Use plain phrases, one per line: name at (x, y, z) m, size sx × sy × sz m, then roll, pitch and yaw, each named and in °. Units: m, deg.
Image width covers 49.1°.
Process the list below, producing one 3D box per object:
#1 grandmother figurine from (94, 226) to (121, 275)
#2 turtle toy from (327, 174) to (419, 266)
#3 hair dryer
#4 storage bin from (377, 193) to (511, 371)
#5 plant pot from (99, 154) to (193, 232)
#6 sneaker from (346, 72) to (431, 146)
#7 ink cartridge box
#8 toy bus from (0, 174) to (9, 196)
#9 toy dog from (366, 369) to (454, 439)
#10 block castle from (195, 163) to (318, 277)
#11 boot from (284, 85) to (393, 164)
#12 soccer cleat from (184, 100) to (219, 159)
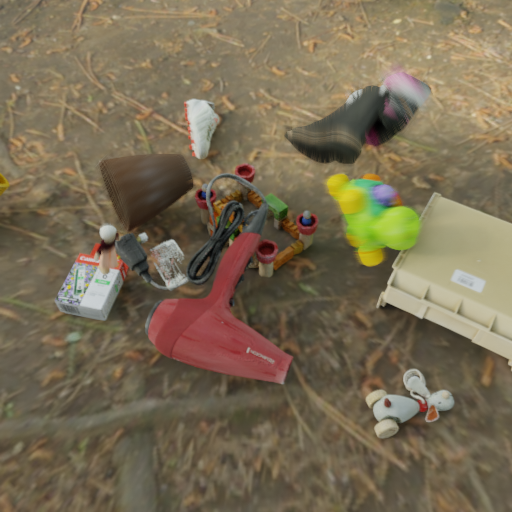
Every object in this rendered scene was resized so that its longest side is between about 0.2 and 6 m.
grandmother figurine at (-2.384, -0.146, 9.068) m, size 0.296 × 0.976 × 0.592 m, roll 22°, pitch 51°, yaw 4°
turtle toy at (2.242, -0.722, 10.464) m, size 1.124 × 1.620 × 2.223 m, roll -24°, pitch 28°, yaw 3°
hair dryer at (-0.631, 0.546, 9.770) m, size 2.997 × 1.069 × 3.935 m, roll -30°, pitch 75°, yaw 0°
storage bin at (3.934, 0.436, 10.296) m, size 2.576 × 1.207 × 2.558 m, roll 26°, pitch 56°, yaw 19°
plant pot at (-2.144, -1.451, 11.365) m, size 1.592 × 1.488 × 1.488 m, roll -22°, pitch 55°, yaw -16°
sneaker at (2.494, -2.951, 12.211) m, size 1.141 × 2.840 × 1.226 m, roll 32°, pitch 79°, yaw -9°
ink cartridge box at (-3.058, 0.365, 10.819) m, size 0.932 × 0.430 × 1.710 m, roll 10°, pitch 53°, yaw 8°
toy bus at (-6.238, -0.937, 11.232) m, size 1.340 × 2.594 × 2.448 m, roll 44°, pitch 51°, yaw -6°
toy dog at (2.482, 2.355, 9.061) m, size 1.470 × 0.708 × 0.970 m, roll -28°, pitch 57°, yaw -21°
block castle at (-0.041, -0.816, 11.351) m, size 1.550 × 1.089 × 2.320 m, roll -34°, pitch 59°, yaw -24°
boot at (1.612, -2.627, 10.955) m, size 1.517 × 0.850 × 2.194 m, roll -57°, pitch 36°, yaw -4°
soccer cleat at (-1.258, -3.118, 13.462) m, size 0.807 × 0.721 × 2.081 m, roll -6°, pitch 49°, yaw -8°
